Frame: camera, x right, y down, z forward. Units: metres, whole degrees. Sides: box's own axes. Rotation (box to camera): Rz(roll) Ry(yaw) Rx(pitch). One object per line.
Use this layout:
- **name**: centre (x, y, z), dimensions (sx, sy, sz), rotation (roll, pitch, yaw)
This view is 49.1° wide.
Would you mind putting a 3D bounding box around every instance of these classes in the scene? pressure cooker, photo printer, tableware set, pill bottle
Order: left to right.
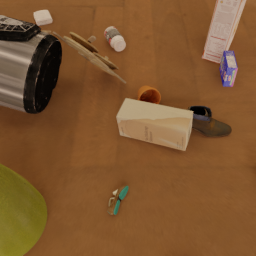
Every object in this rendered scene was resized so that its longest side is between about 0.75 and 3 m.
- **pressure cooker**: centre (-3.701, -1.913, 8.350), dimensions (2.890, 2.542, 2.582), rotation (17, 78, -2)
- **photo printer**: centre (-3.815, -4.965, 12.524), dimensions (0.715, 0.299, 0.860), rotation (-17, 54, -13)
- **tableware set**: centre (-1.033, -2.421, 9.091), dimensions (1.743, 2.637, 0.529), rotation (34, 93, 24)
- **pill bottle**: centre (-0.515, -3.553, 11.205), dimensions (0.581, 0.581, 1.019), rotation (-19, 54, -14)

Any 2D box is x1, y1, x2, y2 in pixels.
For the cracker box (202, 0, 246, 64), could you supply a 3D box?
- **cracker box**: centre (3.634, -4.104, 10.133), dimensions (0.844, 2.927, 1.961), rotation (22, 55, 15)

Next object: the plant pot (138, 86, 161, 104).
- **plant pot**: centre (0.631, -1.050, 9.144), dimensions (0.753, 0.753, 0.527), rotation (-12, 36, -10)

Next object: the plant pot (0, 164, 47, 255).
- **plant pot**: centre (-2.992, 1.605, 6.035), dimensions (2.018, 2.157, 2.018), rotation (0, 51, 0)

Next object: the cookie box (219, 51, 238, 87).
- **cookie box**: centre (3.528, -2.089, 9.864), dimensions (0.370, 0.843, 0.985), rotation (2, 52, 6)

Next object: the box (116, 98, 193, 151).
- **box**: centre (0.772, -0.119, 8.084), dimensions (2.029, 0.963, 0.789), rotation (12, 54, 19)

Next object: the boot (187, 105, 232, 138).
- **boot**: centre (2.359, -0.185, 8.231), dimensions (1.661, 0.805, 0.620), rotation (11, 63, -1)

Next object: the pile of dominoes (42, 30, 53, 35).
- **pile of dominoes**: centre (-3.939, -3.588, 11.276), dimensions (1.786, 0.284, 1.392), rotation (-1, 37, -5)

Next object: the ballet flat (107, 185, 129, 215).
- **ballet flat**: centre (-0.292, 1.797, 7.129), dimensions (0.314, 0.294, 0.868), rotation (7, 53, 30)
